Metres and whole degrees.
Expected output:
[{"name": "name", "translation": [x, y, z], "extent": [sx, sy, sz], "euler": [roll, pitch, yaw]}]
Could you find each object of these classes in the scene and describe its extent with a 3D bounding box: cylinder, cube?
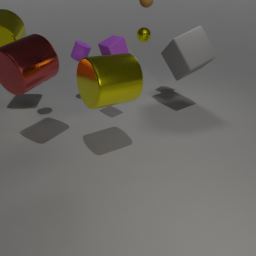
[{"name": "cylinder", "translation": [-4.703, -3.499, 10.478], "extent": [1.400, 1.400, 1.400], "euler": [-1, 42, -2]}, {"name": "cube", "translation": [2.458, -3.001, 11.421], "extent": [1.400, 1.400, 1.400], "euler": [-29, 0, -16]}, {"name": "cylinder", "translation": [-3.020, -1.884, 8.279], "extent": [1.400, 1.400, 1.400], "euler": [18, 42, 29]}, {"name": "cylinder", "translation": [-2.017, -3.269, 11.984], "extent": [0.700, 0.700, 0.700], "euler": [23, 24, -11]}, {"name": "cube", "translation": [-0.487, -2.714, 9.721], "extent": [0.700, 0.700, 0.700], "euler": [-38, 41, -20]}, {"name": "cylinder", "translation": [-0.524, -1.331, 7.848], "extent": [1.400, 1.400, 1.400], "euler": [-15, 32, -31]}]

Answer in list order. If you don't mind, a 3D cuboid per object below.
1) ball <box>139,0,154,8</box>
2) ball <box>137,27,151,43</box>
[{"name": "ball", "translation": [0.913, -6.326, 13.846], "extent": [0.700, 0.700, 0.700], "euler": [0, 29, 0]}, {"name": "ball", "translation": [0.773, -4.530, 13.639], "extent": [0.700, 0.700, 0.700], "euler": [0, 29, 0]}]
